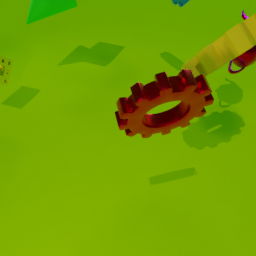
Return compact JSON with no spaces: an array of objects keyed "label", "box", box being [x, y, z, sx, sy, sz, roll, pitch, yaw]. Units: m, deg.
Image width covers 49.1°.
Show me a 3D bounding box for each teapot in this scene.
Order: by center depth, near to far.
[{"label":"teapot","box":[3.020,-2.236,7.363,0.870,1.105,1.776,19,84,1]}]

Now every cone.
[{"label":"cone","box":[-2.740,-3.915,8.971,1.580,1.574,1.574,-49,54,0]}]

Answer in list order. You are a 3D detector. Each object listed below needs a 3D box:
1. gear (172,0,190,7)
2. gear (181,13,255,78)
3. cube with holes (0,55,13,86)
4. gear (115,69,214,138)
[{"label":"gear","box":[1.157,-4.176,7.791,0.302,1.631,1.631,-38,46,6]},{"label":"gear","box":[1.861,-1.449,4.717,2.016,2.016,0.373,-34,91,-32]},{"label":"cube with holes","box":[-3.927,-1.711,7.945,0.799,0.799,0.799,14,3,14]},{"label":"gear","box":[0.440,-0.247,3.448,1.182,1.182,0.219,-10,64,-11]}]
